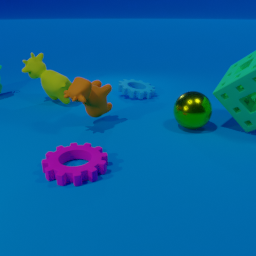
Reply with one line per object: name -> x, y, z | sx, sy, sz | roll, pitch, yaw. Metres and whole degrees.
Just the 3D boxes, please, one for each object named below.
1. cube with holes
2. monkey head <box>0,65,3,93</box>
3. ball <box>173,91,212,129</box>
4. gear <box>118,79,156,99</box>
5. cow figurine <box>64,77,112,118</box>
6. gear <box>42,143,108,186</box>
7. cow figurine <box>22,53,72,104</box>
cube with holes -> 3.251, -1.000, 6.851 | 1.366, 1.366, 1.366 | -49, 10, -34
monkey head -> -5.071, -1.588, 9.821 | 1.161, 0.973, 1.614 | 11, 40, 24
ball -> 1.675, -0.459, 7.270 | 0.994, 0.994, 0.994 | 0, 23, 0
gear -> 0.310, -1.427, 10.170 | 1.352, 0.250, 1.352 | 8, 28, -4
cow figurine -> -0.998, -0.738, 7.225 | 0.734, 1.338, 1.317 | 24, 46, 29
gear -> -1.032, 0.681, 5.530 | 1.244, 0.230, 1.244 | 0, 25, 0
cow figurine -> -2.559, -1.629, 9.098 | 1.662, 1.635, 0.912 | 23, 66, 45
